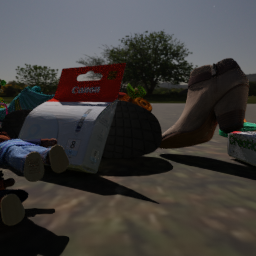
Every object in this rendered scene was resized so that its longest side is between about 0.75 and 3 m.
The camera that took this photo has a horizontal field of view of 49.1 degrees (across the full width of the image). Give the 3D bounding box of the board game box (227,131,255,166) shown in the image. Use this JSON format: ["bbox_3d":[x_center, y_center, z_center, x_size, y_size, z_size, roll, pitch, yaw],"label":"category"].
[{"bbox_3d":[2.321,0.334,3.077,1.412,0.387,2.237,-1,6,-11],"label":"board game box"}]

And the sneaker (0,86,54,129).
[{"bbox_3d":[-2.614,-0.538,7.487,2.879,1.147,1.116,-5,2,11],"label":"sneaker"}]

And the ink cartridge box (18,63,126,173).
[{"bbox_3d":[-0.743,-0.235,3.585,1.187,1.483,0.351,3,-20,32],"label":"ink cartridge box"}]

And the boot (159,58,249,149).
[{"bbox_3d":[1.062,-0.365,4.217,1.506,1.101,0.529,-17,-28,31],"label":"boot"}]

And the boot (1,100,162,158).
[{"bbox_3d":[-0.652,-0.039,4.800,2.477,0.864,1.631,5,2,7],"label":"boot"}]

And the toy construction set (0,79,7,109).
[{"bbox_3d":[-3.931,-0.463,8.269,1.468,1.128,1.224,-55,5,-39],"label":"toy construction set"}]

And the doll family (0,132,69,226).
[{"bbox_3d":[-1.281,0.357,1.997,1.752,0.688,1.013,1,-1,-43],"label":"doll family"}]

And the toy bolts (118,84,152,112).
[{"bbox_3d":[-0.247,-1.092,14.254,2.462,1.707,2.351,7,41,-36],"label":"toy bolts"}]

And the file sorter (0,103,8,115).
[{"bbox_3d":[-2.805,-0.040,4.814,1.244,0.780,0.864,0,6,2],"label":"file sorter"}]

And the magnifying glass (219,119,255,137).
[{"bbox_3d":[2.919,-0.034,7.167,1.067,0.300,2.681,2,6,20],"label":"magnifying glass"}]
